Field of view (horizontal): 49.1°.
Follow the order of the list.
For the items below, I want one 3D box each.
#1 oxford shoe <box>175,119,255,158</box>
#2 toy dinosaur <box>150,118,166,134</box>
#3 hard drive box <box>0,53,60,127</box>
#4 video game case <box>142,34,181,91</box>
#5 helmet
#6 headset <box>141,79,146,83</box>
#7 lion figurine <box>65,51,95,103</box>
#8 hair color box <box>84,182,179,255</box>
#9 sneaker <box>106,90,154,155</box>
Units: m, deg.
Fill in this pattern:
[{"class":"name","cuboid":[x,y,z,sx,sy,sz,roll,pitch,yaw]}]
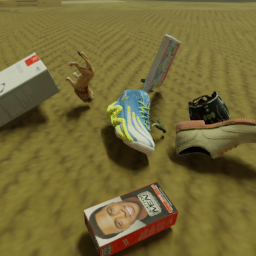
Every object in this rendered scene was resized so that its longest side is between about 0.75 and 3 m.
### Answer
[{"class":"oxford shoe","cuboid":[2.494,0.366,7.226,2.610,0.924,0.963,-3,62,28]},{"class":"toy dinosaur","cuboid":[0.873,-0.093,8.220,0.930,0.221,0.410,22,35,-53]},{"class":"hard drive box","cuboid":[-3.763,-1.291,9.381,2.453,0.942,1.912,-33,40,-11]},{"class":"video game case","cuboid":[1.257,-2.274,9.909,0.224,1.834,2.565,27,19,11]},{"class":"helmet","cuboid":[2.427,-0.354,8.344,1.254,1.195,1.254,-24,18,9]},{"class":"headset","cuboid":[0.972,-1.923,11.545,0.936,0.440,0.578,11,6,-33]},{"class":"lion figurine","cuboid":[-1.502,-1.673,9.584,1.134,1.851,0.671,45,59,8]},{"class":"hair color box","cuboid":[0.057,1.726,5.397,1.623,0.497,0.824,-18,45,-22]},{"class":"sneaker","cuboid":[0.193,-0.375,7.976,0.980,1.359,2.587,23,15,-37]}]
